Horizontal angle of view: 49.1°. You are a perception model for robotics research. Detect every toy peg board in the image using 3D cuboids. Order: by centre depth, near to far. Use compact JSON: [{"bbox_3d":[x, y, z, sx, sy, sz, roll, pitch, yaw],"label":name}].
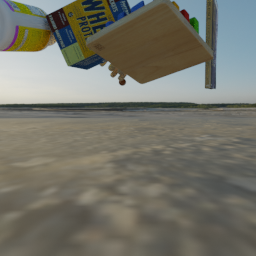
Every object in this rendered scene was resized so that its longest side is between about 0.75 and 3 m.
[{"bbox_3d":[0.596,-2.435,7.283,2.367,1.158,2.358,-14,-27,38],"label":"toy peg board"}]

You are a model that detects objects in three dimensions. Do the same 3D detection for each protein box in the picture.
[{"bbox_3d":[-0.988,-3.426,9.973,2.599,1.766,2.618,-22,6,8],"label":"protein box"}]

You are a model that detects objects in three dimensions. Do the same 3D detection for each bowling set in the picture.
[{"bbox_3d":[-0.313,-2.662,12.676,1.837,0.986,1.278,34,-14,39],"label":"bowling set"}]

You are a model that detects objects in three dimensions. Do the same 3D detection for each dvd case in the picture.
[{"bbox_3d":[2.744,-2.744,9.119,0.234,2.928,2.177,1,7,22],"label":"dvd case"}]

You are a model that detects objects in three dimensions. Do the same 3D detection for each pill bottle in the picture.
[{"bbox_3d":[-3.431,-3.219,9.029,1.502,1.502,2.881,1,14,19],"label":"pill bottle"}]
